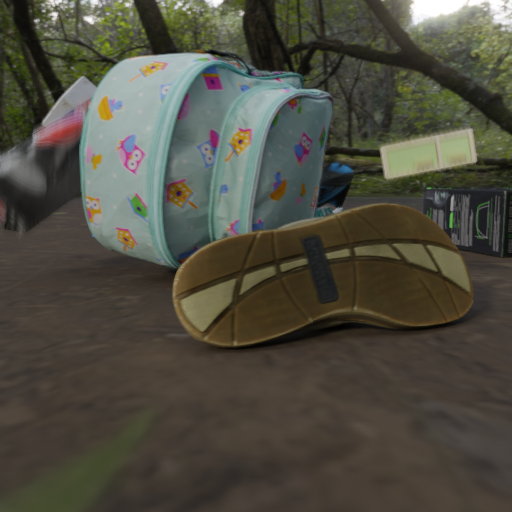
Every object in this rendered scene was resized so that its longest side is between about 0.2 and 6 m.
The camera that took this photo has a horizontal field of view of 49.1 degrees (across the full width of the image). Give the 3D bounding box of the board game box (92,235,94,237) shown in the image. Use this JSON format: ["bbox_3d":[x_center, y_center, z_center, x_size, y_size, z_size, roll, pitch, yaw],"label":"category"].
[{"bbox_3d":[-2.608,-0.679,13.634,2.206,0.496,1.678,-5,9,-41],"label":"board game box"}]

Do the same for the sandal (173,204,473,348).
[{"bbox_3d":[0.676,0.235,5.343,3.083,1.238,0.833,-7,-12,-21],"label":"sandal"}]

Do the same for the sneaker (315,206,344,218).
[{"bbox_3d":[1.370,-0.618,12.764,1.049,0.892,2.299,-11,-2,22],"label":"sneaker"}]

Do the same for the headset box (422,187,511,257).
[{"bbox_3d":[5.119,-0.793,11.678,2.367,1.261,2.719,-2,8,-17],"label":"headset box"}]

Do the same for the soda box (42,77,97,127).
[{"bbox_3d":[-3.213,-2.535,13.179,1.043,3.275,1.115,-35,25,35],"label":"soda box"}]

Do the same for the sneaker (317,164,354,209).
[{"bbox_3d":[1.007,-1.391,11.929,2.338,0.957,0.856,-4,30,-22],"label":"sneaker"}]

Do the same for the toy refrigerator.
[{"bbox_3d":[3.713,-2.201,12.168,1.878,0.713,0.657,-9,7,11],"label":"toy refrigerator"}]

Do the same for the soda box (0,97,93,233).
[{"bbox_3d":[-2.845,-1.533,8.502,0.862,0.963,2.721,10,46,44],"label":"soda box"}]

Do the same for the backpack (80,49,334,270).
[{"bbox_3d":[-0.596,-1.281,7.965,2.696,3.092,3.517,22,21,33],"label":"backpack"}]
